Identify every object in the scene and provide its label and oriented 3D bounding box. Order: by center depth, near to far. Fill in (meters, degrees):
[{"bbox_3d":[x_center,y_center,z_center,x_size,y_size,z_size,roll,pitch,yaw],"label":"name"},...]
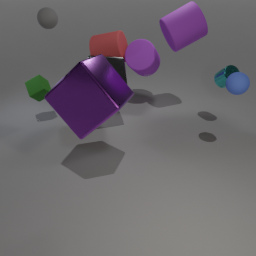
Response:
[{"bbox_3d":[-0.932,-0.830,7.156,1.400,1.400,1.400,-37,8,26],"label":"cube"},{"bbox_3d":[3.387,-1.375,8.652,0.700,0.700,0.700,0,29,0],"label":"ball"},{"bbox_3d":[-2.759,-3.764,9.607,0.700,0.700,0.700,0,29,0],"label":"ball"},{"bbox_3d":[3.799,-1.966,10.754,0.700,0.700,0.700,-10,-7,-17],"label":"cylinder"},{"bbox_3d":[-0.959,-1.828,10.769,1.400,1.400,1.400,-3,-9,-25],"label":"cube"},{"bbox_3d":[2.149,-3.918,10.905,1.400,1.400,1.400,-28,30,5],"label":"cylinder"},{"bbox_3d":[-3.579,-1.593,11.273,0.700,0.700,0.700,-27,73,8],"label":"cube"},{"bbox_3d":[0.693,-3.179,12.815,1.400,1.400,1.400,8,2,15],"label":"cylinder"},{"bbox_3d":[-0.854,-3.639,12.865,1.400,1.400,1.400,-4,26,19],"label":"cylinder"}]
